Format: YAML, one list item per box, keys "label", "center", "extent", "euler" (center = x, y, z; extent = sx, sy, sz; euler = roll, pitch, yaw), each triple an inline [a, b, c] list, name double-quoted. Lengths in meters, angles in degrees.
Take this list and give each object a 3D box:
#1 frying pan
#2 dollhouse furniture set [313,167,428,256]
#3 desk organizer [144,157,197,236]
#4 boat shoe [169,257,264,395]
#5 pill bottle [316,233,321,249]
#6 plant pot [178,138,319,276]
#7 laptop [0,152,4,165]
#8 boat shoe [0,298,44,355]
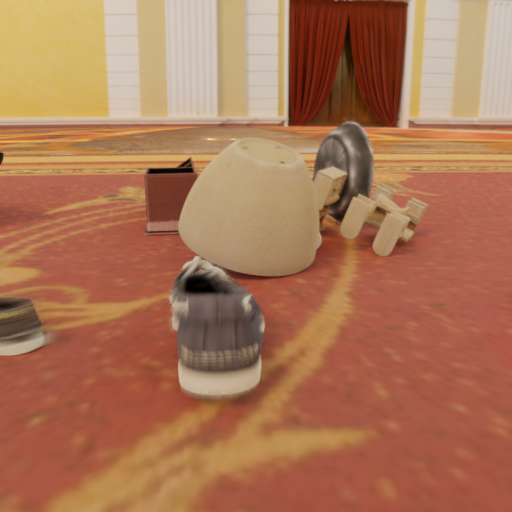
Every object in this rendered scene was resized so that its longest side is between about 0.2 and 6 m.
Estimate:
- label: "frying pan"
  center: [1.413, -1.802, 11.506]
  extent: [0.529, 1.966, 3.249]
  euler: [-1, 17, -22]
- label: "dollhouse furniture set"
  center: [1.792, -0.607, 9.833]
  extent: [1.844, 1.200, 1.694]
  euler: [29, 27, 18]
- label: "desk organizer"
  center: [-1.729, -1.309, 11.475]
  extent: [1.045, 1.122, 2.914]
  euler: [-2, 16, -8]
- label: "boat shoe"
  center: [-0.392, 0.443, 5.681]
  extent: [0.999, 0.862, 2.749]
  euler: [-3, 12, -5]
- label: "pill bottle"
  center: [0.900, -0.334, 9.462]
  extent: [0.358, 0.358, 0.645]
  euler: [0, 16, 1]
- label: "plant pot"
  center: [0.021, -0.877, 8.224]
  extent: [2.140, 1.437, 2.140]
  euler: [11, 30, -6]
- label: "laptop"
  center: [-6.595, -1.199, 10.566]
  extent: [2.450, 1.428, 2.765]
  euler: [10, 19, 34]
- label: "boat shoe"
  center: [-2.995, 0.622, 5.800]
  extent: [1.702, 0.513, 0.607]
  euler: [4, 19, 14]
